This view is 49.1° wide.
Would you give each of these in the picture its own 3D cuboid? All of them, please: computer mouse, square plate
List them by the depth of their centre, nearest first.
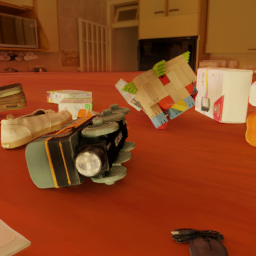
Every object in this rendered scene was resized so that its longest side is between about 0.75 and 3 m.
[{"bbox_3d":[0.841,1.337,3.037,0.639,0.243,0.923,1,14,1],"label":"computer mouse"},{"bbox_3d":[-1.718,1.348,3.266,0.823,0.118,0.831,12,18,39],"label":"square plate"}]

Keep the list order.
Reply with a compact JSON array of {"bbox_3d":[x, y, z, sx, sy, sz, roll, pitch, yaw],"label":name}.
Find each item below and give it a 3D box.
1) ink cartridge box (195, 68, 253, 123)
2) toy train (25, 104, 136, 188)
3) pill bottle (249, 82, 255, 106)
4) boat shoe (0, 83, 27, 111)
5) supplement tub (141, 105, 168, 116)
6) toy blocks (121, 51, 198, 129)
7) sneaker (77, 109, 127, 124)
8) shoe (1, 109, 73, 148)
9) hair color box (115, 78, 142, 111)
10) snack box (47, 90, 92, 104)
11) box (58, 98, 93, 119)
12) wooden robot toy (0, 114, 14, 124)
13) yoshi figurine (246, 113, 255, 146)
[{"bbox_3d":[3.426,-1.301,10.394,1.048,1.807,2.448,-1,13,-8],"label":"ink cartridge box"},{"bbox_3d":[-0.778,0.281,5.604,1.607,1.202,2.820,-7,13,9],"label":"toy train"},{"bbox_3d":[6.258,-1.582,12.545,1.316,1.316,2.349,13,20,42],"label":"pill bottle"},{"bbox_3d":[-5.252,-0.836,10.404,2.852,0.970,1.026,-14,26,-10],"label":"boat shoe"},{"bbox_3d":[1.332,-1.205,11.081,1.285,1.285,2.404,4,15,14],"label":"supplement tub"},{"bbox_3d":[1.366,-1.136,8.973,2.591,1.771,1.295,-30,-6,-25],"label":"toy blocks"},{"bbox_3d":[-0.816,-0.182,8.594,1.739,0.658,0.800,18,13,35],"label":"sneaker"},{"bbox_3d":[-2.428,-0.194,7.770,0.921,0.703,2.633,-8,13,25],"label":"shoe"},{"bbox_3d":[0.088,-1.411,11.740,0.747,0.458,1.510,32,15,-41],"label":"hair color box"},{"bbox_3d":[-2.903,-1.546,13.899,1.728,0.585,1.457,12,18,35],"label":"snack box"},{"bbox_3d":[-1.939,-0.737,10.571,1.178,0.645,1.335,1,15,-5],"label":"box"},{"bbox_3d":[-3.713,-0.266,8.716,1.010,0.458,0.445,6,-25,22],"label":"wooden robot toy"},{"bbox_3d":[4.141,0.238,5.949,1.675,1.681,2.991,37,-14,-18],"label":"yoshi figurine"}]
